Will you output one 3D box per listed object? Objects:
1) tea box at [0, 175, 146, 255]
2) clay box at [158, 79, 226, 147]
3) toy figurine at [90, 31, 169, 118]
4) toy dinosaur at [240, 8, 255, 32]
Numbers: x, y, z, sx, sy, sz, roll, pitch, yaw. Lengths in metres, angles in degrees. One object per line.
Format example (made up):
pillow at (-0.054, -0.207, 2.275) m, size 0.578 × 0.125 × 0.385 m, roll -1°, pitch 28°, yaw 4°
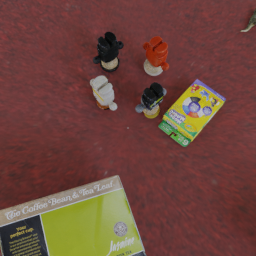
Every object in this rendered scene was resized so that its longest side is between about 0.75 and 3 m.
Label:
tea box at (-1.051, 2.560, 5.688) m, size 2.441 × 1.631 × 2.401 m, roll -13°, pitch 69°, yaw -16°
clay box at (1.749, -0.421, 7.723) m, size 1.008 × 0.418 × 1.755 m, roll 39°, pitch 72°, yaw 15°
toy figurine at (0.048, -1.386, 7.645) m, size 2.101 × 1.462 × 2.068 m, roll 4°, pitch 74°, yaw 0°
toy dinosaur at (4.129, -3.414, 9.012) m, size 0.543 × 0.292 × 1.232 m, roll 28°, pitch 70°, yaw 26°
